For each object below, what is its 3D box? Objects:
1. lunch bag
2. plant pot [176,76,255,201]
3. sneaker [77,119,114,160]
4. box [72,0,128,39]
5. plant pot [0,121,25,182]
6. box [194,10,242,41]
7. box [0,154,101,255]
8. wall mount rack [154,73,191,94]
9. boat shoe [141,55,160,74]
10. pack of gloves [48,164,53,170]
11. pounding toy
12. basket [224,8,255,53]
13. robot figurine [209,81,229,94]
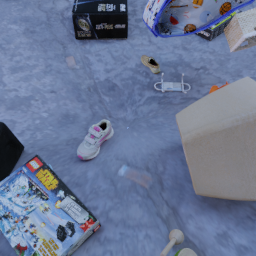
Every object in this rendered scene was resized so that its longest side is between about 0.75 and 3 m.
[{"bbox_3d":[1.712,-3.737,8.135,2.736,1.694,2.326,-31,27,12],"label":"lunch bag"},{"bbox_3d":[2.454,0.387,7.003,2.132,2.408,2.405,-15,21,10],"label":"plant pot"},{"bbox_3d":[-1.006,0.275,8.383,0.618,0.670,1.518,23,54,19],"label":"sneaker"},{"bbox_3d":[-1.183,-5.355,12.765,2.362,1.242,2.884,0,50,-1],"label":"box"},{"bbox_3d":[-3.998,0.789,7.458,1.652,1.656,1.469,5,63,4],"label":"plant pot"},{"bbox_3d":[3.763,-5.121,13.033,1.973,0.545,2.463,37,59,26],"label":"box"},{"bbox_3d":[-2.173,2.061,6.884,1.784,0.520,2.606,-40,60,-21],"label":"box"},{"bbox_3d":[1.612,-1.496,10.001,1.326,0.495,1.153,2,50,3],"label":"wall mount rack"},{"bbox_3d":[0.903,-2.599,11.005,0.424,0.380,1.146,-27,55,-21],"label":"boat shoe"},{"bbox_3d":[-2.416,1.384,7.777,0.746,0.175,0.888,-21,53,-18],"label":"pack of gloves"},{"bbox_3d":[1.007,3.060,5.981,1.123,0.675,1.455,-23,87,-55],"label":"pounding toy"},{"bbox_3d":[3.289,-2.694,7.689,0.943,0.952,0.766,-19,83,-5],"label":"basket"},{"bbox_3d":[3.187,-0.661,8.892,1.377,1.116,1.914,15,51,17],"label":"robot figurine"}]
